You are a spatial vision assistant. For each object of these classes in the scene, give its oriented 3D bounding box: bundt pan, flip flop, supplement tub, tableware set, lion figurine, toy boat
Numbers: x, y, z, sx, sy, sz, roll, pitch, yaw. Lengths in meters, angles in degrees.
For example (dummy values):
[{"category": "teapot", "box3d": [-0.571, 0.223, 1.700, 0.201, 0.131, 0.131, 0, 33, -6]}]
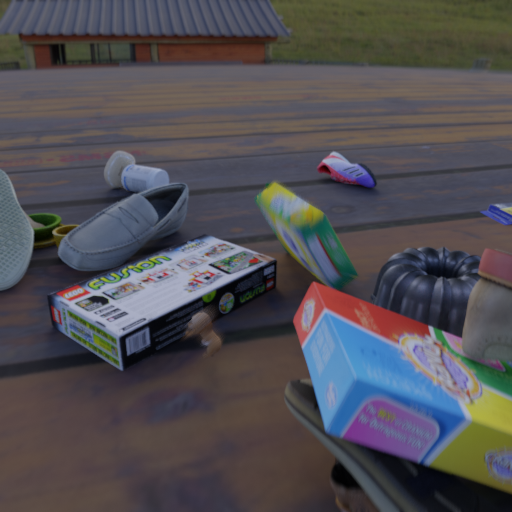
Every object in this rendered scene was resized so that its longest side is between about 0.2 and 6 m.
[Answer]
[{"category": "bundt pan", "box3d": [2.928, 0.469, 8.931, 2.142, 0.804, 2.142, -1, 24, 0]}, {"category": "flip flop", "box3d": [1.257, 2.158, 5.014, 1.285, 0.912, 3.170, 9, 22, -43]}, {"category": "supplement tub", "box3d": [-2.874, -1.951, 14.478, 1.063, 0.701, 0.701, 14, 28, 26]}, {"category": "tableware set", "box3d": [-5.350, -0.293, 10.869, 4.005, 0.615, 2.698, -3, 25, -8]}, {"category": "lion figurine", "box3d": [-0.647, 1.055, 7.433, 0.450, 0.735, 0.266, -21, 30, 33]}, {"category": "toy boat", "box3d": [-3.450, -2.196, 15.013, 1.229, 1.033, 0.571, 23, 12, -29]}]

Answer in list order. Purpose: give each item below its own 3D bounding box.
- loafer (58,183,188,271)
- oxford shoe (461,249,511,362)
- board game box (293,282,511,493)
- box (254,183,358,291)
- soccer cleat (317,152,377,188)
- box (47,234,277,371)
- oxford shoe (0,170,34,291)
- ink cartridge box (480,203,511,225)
[{"category": "loafer", "box3d": [-2.445, -0.681, 10.829, 1.134, 1.131, 3.242, 36, 35, 10]}, {"category": "oxford shoe", "box3d": [3.912, 1.086, 6.750, 3.647, 1.364, 1.285, 21, 6, -17]}, {"category": "board game box", "box3d": [1.865, 1.356, 5.722, 2.787, 0.562, 2.133, 21, 16, -11]}, {"category": "box", "box3d": [0.772, -0.434, 10.039, 0.582, 1.413, 2.408, -35, 28, -3]}, {"category": "soccer cleat", "box3d": [2.490, -2.226, 15.356, 0.728, 0.679, 1.990, -37, 42, -11]}, {"category": "box", "box3d": [-1.367, 0.558, 8.985, 1.802, 0.569, 3.275, 20, 31, 37]}, {"category": "oxford shoe", "box3d": [-4.964, -0.454, 10.644, 1.225, 0.941, 3.258, -4, 43, -30]}, {"category": "ink cartridge box", "box3d": [5.860, -0.991, 12.935, 0.939, 0.221, 0.928, -5, 25, -15]}]
